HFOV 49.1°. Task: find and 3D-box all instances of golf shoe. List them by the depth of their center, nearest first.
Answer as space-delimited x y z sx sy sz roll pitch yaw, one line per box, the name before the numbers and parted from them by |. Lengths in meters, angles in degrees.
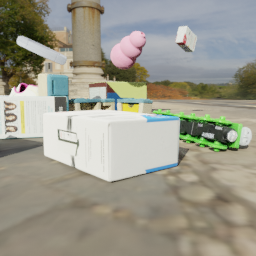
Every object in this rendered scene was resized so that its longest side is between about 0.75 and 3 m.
golf shoe | -3.400 -0.775 8.879 2.697 1.234 1.016 3 8 39

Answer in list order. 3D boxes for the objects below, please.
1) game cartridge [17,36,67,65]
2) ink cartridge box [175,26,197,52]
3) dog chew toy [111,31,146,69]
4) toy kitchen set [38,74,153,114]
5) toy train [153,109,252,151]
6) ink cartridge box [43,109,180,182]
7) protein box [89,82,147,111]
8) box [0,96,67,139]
game cartridge | -2.798 -2.537 9.199 1.599 0.327 1.064 23 8 -18
ink cartridge box | 2.099 -3.177 10.080 0.345 0.608 0.834 10 -7 40
dog chew toy | 0.067 -3.084 10.977 1.069 1.069 1.717 -6 -23 -42
toy kitchen set | -0.788 -0.690 7.339 1.898 1.396 2.369 6 9 40
toy train | 1.252 0.001 5.409 0.753 0.557 2.669 8 4 -22
ink cartridge box | -0.274 0.126 3.668 1.122 0.648 1.537 -6 9 -40
protein box | -0.524 -1.437 13.313 2.100 1.427 2.115 -4 8 -29
box | -2.332 -0.234 5.796 2.091 0.860 0.514 -2 7 -18
